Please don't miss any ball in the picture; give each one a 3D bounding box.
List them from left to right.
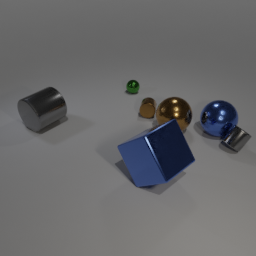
[{"bbox_3d":[0.252,-2.109,14.286,0.700,0.700,0.700,0,31,0],"label":"ball"},{"bbox_3d":[1.780,-0.510,10.844,1.400,1.400,1.400,0,31,0],"label":"ball"},{"bbox_3d":[3.463,-0.363,10.677,1.400,1.400,1.400,0,31,0],"label":"ball"}]

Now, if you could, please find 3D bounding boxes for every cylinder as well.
[{"bbox_3d":[-3.427,-0.768,11.254,1.400,1.400,1.400,22,41,32],"label":"cylinder"},{"bbox_3d":[0.878,-0.889,12.199,0.700,0.700,0.700,4,28,7],"label":"cylinder"},{"bbox_3d":[3.842,0.357,9.872,0.700,0.700,0.700,32,15,-9],"label":"cylinder"}]

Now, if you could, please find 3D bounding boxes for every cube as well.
[{"bbox_3d":[0.822,0.750,8.270,1.400,1.400,1.400,-27,2,-37],"label":"cube"}]
